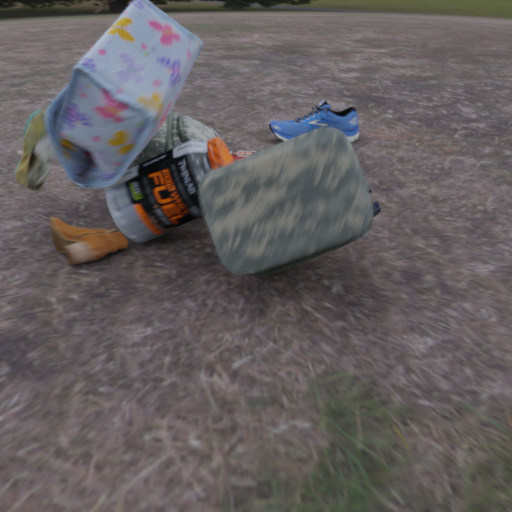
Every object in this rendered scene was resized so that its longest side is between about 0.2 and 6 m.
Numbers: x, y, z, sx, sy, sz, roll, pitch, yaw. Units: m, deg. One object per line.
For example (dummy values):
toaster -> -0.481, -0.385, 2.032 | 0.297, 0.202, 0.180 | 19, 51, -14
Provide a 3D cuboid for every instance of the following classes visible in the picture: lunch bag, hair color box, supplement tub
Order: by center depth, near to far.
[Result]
lunch bag -> 0.697, -0.864, 10.029 | 2.821, 1.965, 2.366 | -21, -3, 11
lunch bag -> -2.598, -2.855, 10.442 | 1.837, 2.890, 2.451 | 31, 54, -13
supplement tub -> -1.614, -1.345, 11.230 | 2.449, 1.500, 1.500 | -23, 28, 12
lunch bag -> -1.894, -2.291, 13.428 | 2.303, 1.913, 2.746 | 10, 28, -14
hair color box -> -0.525, -2.719, 15.591 | 0.995, 0.305, 0.505 | 4, 29, 6

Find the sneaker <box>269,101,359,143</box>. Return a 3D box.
sneaker -> 1.760, -4.126, 17.087 | 2.804, 1.250, 1.101 | -6, 30, -9

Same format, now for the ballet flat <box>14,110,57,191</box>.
ballet flat -> -4.228, -1.990, 10.979 | 0.699, 1.978, 0.699 | 19, 48, -23

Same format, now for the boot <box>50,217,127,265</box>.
boot -> -3.416, -0.430, 11.324 | 1.187, 0.586, 1.529 | -20, 38, -33
